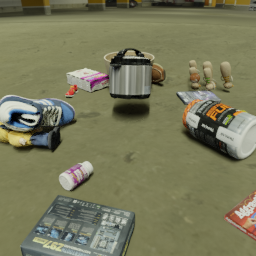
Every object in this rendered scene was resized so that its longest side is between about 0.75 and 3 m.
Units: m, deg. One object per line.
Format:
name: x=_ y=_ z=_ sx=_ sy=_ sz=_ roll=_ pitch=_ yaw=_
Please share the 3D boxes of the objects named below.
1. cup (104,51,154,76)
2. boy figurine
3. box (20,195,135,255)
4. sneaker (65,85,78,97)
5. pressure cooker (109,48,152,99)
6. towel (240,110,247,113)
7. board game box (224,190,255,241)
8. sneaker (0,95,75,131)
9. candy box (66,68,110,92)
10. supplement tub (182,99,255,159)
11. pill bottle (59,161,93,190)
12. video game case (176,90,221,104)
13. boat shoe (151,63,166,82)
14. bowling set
cup: x=0.068 y=-2.825 z=14.676 sx=2.574 sy=1.841 sz=2.574 roll=-1 pitch=28 yaw=0
boy figurine: x=-3.652 y=0.232 z=10.130 sx=2.369 sy=0.763 sz=1.473 roll=8 pitch=20 yaw=11
box: x=-1.042 y=2.436 z=6.355 sx=2.105 sy=0.537 sz=1.660 roll=8 pitch=29 yaw=13
sneaker: x=-2.932 y=-1.945 z=14.488 sx=0.432 sy=0.477 sz=1.123 roll=6 pitch=29 yaw=11
pressure cooker: x=0.126 y=-2.242 z=11.566 sx=1.814 sy=2.030 sz=1.786 roll=0 pitch=13 yaw=-3
towel: x=4.200 y=-0.555 z=12.228 sx=2.231 sy=0.201 sz=0.960 roll=-2 pitch=29 yaw=-5
board game box: x=3.498 y=2.138 z=7.284 sx=1.947 sy=0.189 sz=1.002 roll=-22 pitch=34 yaw=-34
sneaker: x=-3.173 y=-0.369 z=10.250 sx=2.970 sy=1.197 sz=2.175 roll=9 pitch=16 yaw=-29
candy box: x=-2.218 y=-2.712 z=15.704 sx=2.153 sy=0.657 sz=1.468 roll=25 pitch=37 yaw=38
supplement tub: x=3.254 y=-0.075 z=9.951 sx=1.530 sy=1.530 sz=2.497 roll=-21 pitch=34 yaw=-33
pill bottle: x=-1.505 y=1.381 z=8.299 sx=0.546 sy=0.546 sz=0.973 roll=20 pitch=34 yaw=32
video game case: x=3.521 y=-1.562 z=14.110 sx=1.854 sy=0.176 sz=1.324 roll=-3 pitch=29 yaw=-9
boat shoe: x=0.927 y=-3.143 z=16.232 sx=1.084 sy=1.110 sz=2.935 roll=-25 pitch=29 yaw=-29
bowling set: x=3.941 y=-2.560 z=14.961 sx=1.920 sy=1.481 sz=2.759 roll=-34 pitch=32 yaw=-25
